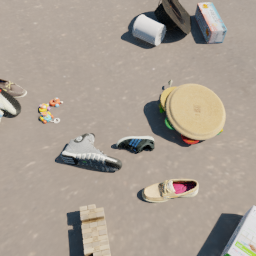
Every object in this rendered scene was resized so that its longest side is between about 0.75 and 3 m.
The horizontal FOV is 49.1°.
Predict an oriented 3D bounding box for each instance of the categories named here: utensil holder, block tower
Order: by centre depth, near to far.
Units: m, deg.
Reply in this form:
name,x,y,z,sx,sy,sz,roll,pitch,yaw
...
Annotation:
name,x,y,z,sx,sy,sz,roll,pitch,yaw
block tower,-0.856,3.568,7.913,0.731,0.782,2.706,-10,55,-7
utensil holder,1.060,-4.807,13.803,1.312,1.115,1.115,31,60,19

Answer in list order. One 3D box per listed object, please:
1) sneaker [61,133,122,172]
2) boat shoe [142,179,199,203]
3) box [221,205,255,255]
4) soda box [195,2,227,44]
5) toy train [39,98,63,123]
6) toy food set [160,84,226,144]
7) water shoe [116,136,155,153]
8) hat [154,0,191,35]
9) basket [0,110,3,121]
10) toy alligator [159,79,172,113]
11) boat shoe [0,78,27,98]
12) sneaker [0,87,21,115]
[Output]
name,x,y,z,sx,sy,sz,roll,pitch,yaw
sneaker,-1.170,0.741,9.955,2.194,0.823,1.267,10,52,8
boat shoe,1.392,1.962,9.142,1.880,0.650,0.693,-8,54,-6
box,3.919,3.506,7.826,1.964,0.950,1.733,32,60,21
soda box,4.223,-5.448,14.454,0.860,0.799,2.515,-5,55,-4
toy train,-3.133,-0.764,11.318,0.954,0.353,1.270,-7,54,-5
toy food set,2.527,-0.594,10.688,2.453,0.597,2.428,-7,68,-12
water shoe,0.284,0.628,10.211,1.417,0.507,0.559,-7,57,-4
hat,2.099,-5.753,14.336,1.175,2.914,2.914,-29,47,36
basket,-5.619,-0.180,10.456,1.561,1.231,1.770,36,88,23
toy alligator,1.724,-1.234,11.600,0.502,0.548,1.850,37,53,-23
boat shoe,-5.145,-1.754,11.942,1.698,0.505,0.610,18,56,12
sneaker,-5.394,-1.058,11.394,2.299,0.809,1.075,38,97,8
